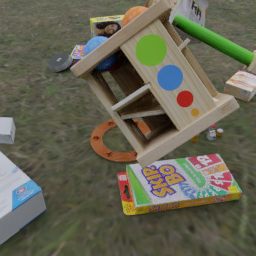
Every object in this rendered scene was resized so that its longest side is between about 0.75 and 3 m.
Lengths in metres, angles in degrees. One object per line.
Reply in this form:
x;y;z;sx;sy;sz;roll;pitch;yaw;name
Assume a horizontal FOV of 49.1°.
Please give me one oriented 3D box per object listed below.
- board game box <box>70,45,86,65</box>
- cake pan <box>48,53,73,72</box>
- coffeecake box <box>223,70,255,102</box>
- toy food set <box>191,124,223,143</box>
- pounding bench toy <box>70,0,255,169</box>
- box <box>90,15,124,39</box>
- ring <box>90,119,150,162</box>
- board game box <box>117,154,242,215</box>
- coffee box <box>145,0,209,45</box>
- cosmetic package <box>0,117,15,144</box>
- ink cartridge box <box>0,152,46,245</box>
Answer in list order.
-1.861;-3.061;11.748;0.920;0.306;1.368;3;39;3;board game box
-2.698;-2.626;11.060;1.031;0.189;1.031;-10;48;12;cake pan
3.994;-1.474;9.692;0.895;0.426;1.166;27;46;29;coffeecake box
2.185;0.043;7.808;0.977;0.440;0.467;-10;40;-12;toy food set
0.798;-1.132;4.838;2.771;2.161;1.721;-34;6;11;pounding bench toy
-0.320;-4.719;13.235;2.813;1.059;0.705;-12;39;-13;box
-0.130;0.246;7.777;1.823;0.175;1.823;-1;39;0;ring
1.096;1.249;6.427;2.586;0.388;1.236;-8;39;-6;board game box
1.477;-3.860;8.094;1.559;1.087;2.727;6;80;38;coffee box
-2.648;0.036;5.287;0.922;0.520;0.374;3;67;-16;cosmetic package
-2.785;1.403;5.882;1.756;0.743;1.269;31;48;30;ink cartridge box
